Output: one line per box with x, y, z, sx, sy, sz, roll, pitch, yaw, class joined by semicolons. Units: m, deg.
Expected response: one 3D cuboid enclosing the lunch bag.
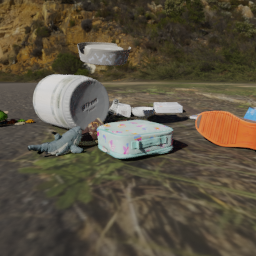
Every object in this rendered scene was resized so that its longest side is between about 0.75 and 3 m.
0.193;0.309;7.704;1.956;0.754;1.569;-8;17;-32;lunch bag

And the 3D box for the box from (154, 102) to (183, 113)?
2.180;-1.142;15.510;1.387;0.366;1.779;-1;11;0;box

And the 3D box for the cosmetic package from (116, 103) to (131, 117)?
-0.225;-0.899;13.911;0.667;0.486;1.312;8;13;-7;cosmetic package

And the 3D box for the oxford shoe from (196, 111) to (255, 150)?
3.393;0.150;8.400;2.836;1.011;1.034;21;10;40;oxford shoe

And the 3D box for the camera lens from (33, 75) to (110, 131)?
-2.218;-0.989;10.708;2.547;2.038;2.038;12;17;43;camera lens

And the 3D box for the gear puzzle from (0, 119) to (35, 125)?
-4.712;-0.284;11.864;1.452;0.190;0.752;-2;12;-10;gear puzzle

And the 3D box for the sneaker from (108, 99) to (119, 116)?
-0.693;-0.992;13.704;0.345;0.919;0.373;29;7;-2;sneaker

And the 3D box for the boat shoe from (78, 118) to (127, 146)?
-0.962;0.064;8.736;2.177;0.784;0.785;-4;13;-22;boat shoe

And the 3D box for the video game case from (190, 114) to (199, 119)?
3.555;-0.537;13.287;0.807;0.098;1.129;10;15;37;video game case

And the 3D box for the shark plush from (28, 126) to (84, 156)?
-1.959;0.375;7.593;1.598;0.666;0.726;-8;14;-33;shark plush

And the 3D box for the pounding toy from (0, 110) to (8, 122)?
-5.824;-0.703;11.503;1.525;0.917;1.975;-14;17;-15;pounding toy

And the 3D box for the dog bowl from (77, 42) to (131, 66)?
-0.791;-2.481;9.327;1.776;0.521;1.776;3;24;-2;dog bowl

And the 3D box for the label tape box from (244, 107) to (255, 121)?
5.612;-0.465;11.570;2.059;0.681;1.475;3;12;5;label tape box

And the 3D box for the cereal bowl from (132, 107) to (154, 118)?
0.726;-0.724;13.344;1.060;0.441;1.060;0;13;0;cereal bowl
